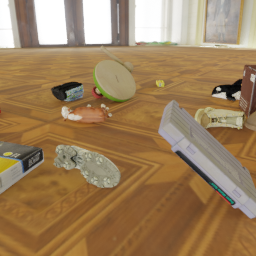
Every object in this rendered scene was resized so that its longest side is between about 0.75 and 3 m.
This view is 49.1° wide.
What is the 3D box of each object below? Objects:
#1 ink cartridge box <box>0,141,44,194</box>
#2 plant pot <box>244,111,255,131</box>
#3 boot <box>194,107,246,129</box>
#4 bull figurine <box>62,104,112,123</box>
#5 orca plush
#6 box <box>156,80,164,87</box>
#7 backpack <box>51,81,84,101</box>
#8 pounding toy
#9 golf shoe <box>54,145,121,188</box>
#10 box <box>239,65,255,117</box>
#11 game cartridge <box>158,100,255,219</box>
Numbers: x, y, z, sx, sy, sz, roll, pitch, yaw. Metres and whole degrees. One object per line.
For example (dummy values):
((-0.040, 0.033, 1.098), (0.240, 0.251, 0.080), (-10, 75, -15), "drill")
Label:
((-3.769, 0.958, 6.773), (2.448, 0.575, 2.420), (8, 22, 16), "ink cartridge box")
((4.891, -0.310, 10.091), (1.247, 0.576, 1.247), (-1, 20, 0), "plant pot")
((3.233, -0.283, 9.816), (1.470, 0.685, 1.901), (11, 20, 33), "boot")
((-1.561, -0.554, 10.664), (1.900, 0.619, 1.154), (8, 22, 21), "bull figurine")
((5.536, -1.897, 13.742), (2.726, 0.969, 1.434), (18, 27, 40), "orca plush")
((1.941, -2.707, 16.923), (0.387, 0.258, 1.030), (0, 21, 0), "box")
((-2.822, -1.798, 13.663), (1.130, 1.065, 1.385), (18, 48, 42), "backpack")
((-0.896, -2.328, 14.120), (2.281, 1.371, 2.955), (23, 51, -24), "pounding toy")
((-0.868, 0.842, 6.895), (1.915, 0.750, 0.931), (21, 10, 28), "golf shoe")
((5.962, -1.483, 11.320), (2.292, 1.882, 1.901), (3, 21, 9), "box")
((1.674, 0.572, 5.849), (2.513, 0.482, 1.629), (43, 28, -5), "game cartridge")
